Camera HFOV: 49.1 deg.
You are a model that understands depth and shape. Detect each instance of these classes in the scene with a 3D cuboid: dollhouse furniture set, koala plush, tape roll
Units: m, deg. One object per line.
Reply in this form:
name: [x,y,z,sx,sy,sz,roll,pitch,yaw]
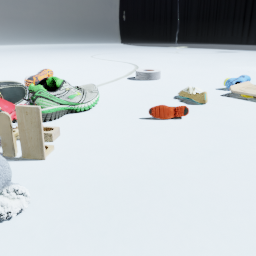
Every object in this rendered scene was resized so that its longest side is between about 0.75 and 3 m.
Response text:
dollhouse furniture set: [-2.261,-0.143,6.435,1.346,1.153,1.416,4,20,10]
koala plush: [-2.444,0.747,3.770,1.723,1.786,1.943,30,14,22]
tape roll: [1.075,-2.875,14.981,1.355,0.448,1.355,0,21,0]

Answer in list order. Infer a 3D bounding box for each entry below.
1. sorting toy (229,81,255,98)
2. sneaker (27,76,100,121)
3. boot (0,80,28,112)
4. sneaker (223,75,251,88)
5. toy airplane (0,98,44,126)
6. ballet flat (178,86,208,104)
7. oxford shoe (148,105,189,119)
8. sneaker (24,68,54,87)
sorting toy: [5.349,-1.398,11.158,1.855,0.366,2.004,-18,31,-40]
sneaker: [-1.928,-1.090,8.994,1.094,1.194,2.803,13,23,32]
boot: [-3.789,-0.547,7.878,2.762,0.997,2.086,-24,33,-39]
sneaker: [5.072,-2.021,12.610,1.630,0.537,0.639,-13,33,-29]
toy airplane: [-3.077,-0.286,7.271,1.738,0.320,1.738,12,48,-14]
ballet flat: [2.470,-1.328,10.622,0.570,0.523,1.660,-9,22,-24]
oxford shoe: [1.218,-0.472,8.585,1.236,0.440,0.448,1,-2,-5]
sneaker: [-3.863,-2.261,13.141,1.030,0.713,1.838,13,33,21]
